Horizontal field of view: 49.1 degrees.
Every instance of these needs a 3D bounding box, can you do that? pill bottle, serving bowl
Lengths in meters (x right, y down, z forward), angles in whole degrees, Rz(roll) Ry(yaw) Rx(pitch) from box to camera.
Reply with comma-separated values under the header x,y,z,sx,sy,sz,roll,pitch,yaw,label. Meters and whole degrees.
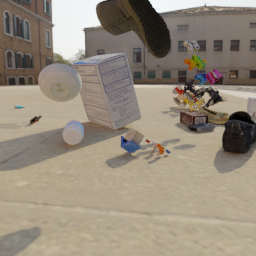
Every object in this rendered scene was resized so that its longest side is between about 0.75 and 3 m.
x,y,z,sx,sy,sz,roll,pitch,yaw,label
-1.677,0.154,8.624,0.624,0.624,1.148,-2,11,-8,pill bottle
-1.767,-1.097,7.277,1.123,1.123,0.369,-1,42,-7,serving bowl

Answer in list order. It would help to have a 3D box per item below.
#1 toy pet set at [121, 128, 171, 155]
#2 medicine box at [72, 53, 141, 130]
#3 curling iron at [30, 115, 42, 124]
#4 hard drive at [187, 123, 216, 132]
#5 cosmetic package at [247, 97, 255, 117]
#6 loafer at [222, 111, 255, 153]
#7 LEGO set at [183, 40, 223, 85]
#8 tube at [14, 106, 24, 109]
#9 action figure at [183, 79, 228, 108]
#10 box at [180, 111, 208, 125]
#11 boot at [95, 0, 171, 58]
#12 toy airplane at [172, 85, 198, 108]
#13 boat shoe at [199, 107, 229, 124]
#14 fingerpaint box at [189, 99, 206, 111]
x,y,z,sx,sy,sz,roll,pitch,yaw,label
0.371,0.521,7.584,1.051,0.598,1.126,34,-4,-31,toy pet set
-0.908,-1.520,11.334,1.361,2.644,2.408,-25,22,-27,medicine box
-3.998,-0.398,12.333,0.401,0.207,1.618,-39,9,1,curling iron
2.790,-0.022,10.596,0.943,0.199,0.636,-6,13,-28,hard drive
6.973,-1.127,14.273,1.869,0.950,0.692,-4,12,-23,cosmetic package
3.500,-0.028,8.540,0.976,1.009,2.873,6,13,28,loafer
3.090,-2.625,11.627,0.895,2.182,0.832,-20,-20,-23,LEGO set
-6.579,-1.279,17.015,0.302,0.197,0.781,17,11,14,tube
4.406,-1.840,16.217,2.529,1.290,1.503,23,29,-6,action figure
2.716,-0.379,11.664,0.680,0.509,1.359,-2,13,-10,box
0.038,-2.861,8.002,0.841,2.107,2.317,-37,20,-21,boot
3.384,-1.822,16.969,1.735,1.230,1.743,14,-14,28,toy airplane
3.827,-0.550,12.226,0.688,0.593,1.886,-6,13,-28,boat shoe
3.957,-1.343,15.974,0.853,0.313,0.711,-28,1,22,fingerpaint box
